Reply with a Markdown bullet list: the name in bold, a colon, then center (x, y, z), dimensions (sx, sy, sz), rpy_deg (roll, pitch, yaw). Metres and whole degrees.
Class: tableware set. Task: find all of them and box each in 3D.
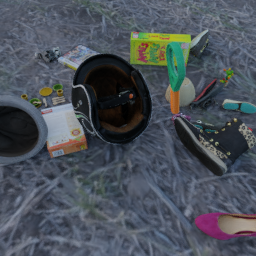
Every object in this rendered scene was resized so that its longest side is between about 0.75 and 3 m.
- **tableware set**: center (-3.579, -1.375, 11.830), dimensions (1.766, 0.271, 1.190), rpy_deg (-15, 50, -12)

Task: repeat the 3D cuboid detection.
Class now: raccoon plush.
- **raccoon plush**: center (-3.882, -3.726, 13.732), dimensions (1.222, 0.591, 0.819), rpy_deg (25, 46, 21)

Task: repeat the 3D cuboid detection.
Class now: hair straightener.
- **hair straightener**: center (3.346, -1.239, 11.585), dimensions (0.845, 0.449, 2.196), rpy_deg (37, 58, 28)

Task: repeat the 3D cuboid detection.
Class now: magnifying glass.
- **magnifying glass**: center (1.270, -1.230, 7.487), dimensions (0.261, 2.333, 0.929), rpy_deg (-14, 52, -4)

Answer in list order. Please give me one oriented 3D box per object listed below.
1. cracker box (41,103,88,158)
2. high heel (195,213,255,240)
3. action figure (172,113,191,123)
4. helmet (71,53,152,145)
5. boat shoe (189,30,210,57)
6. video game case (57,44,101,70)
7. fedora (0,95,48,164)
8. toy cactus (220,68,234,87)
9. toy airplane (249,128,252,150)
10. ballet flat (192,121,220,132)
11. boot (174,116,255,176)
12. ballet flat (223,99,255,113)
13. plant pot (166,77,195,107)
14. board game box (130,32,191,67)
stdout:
- **cracker box**: center (-2.378, 0.030, 10.388), dimensions (1.342, 0.578, 2.003), rpy_deg (-14, 51, -11)
- **high heel**: center (3.138, 2.583, 7.766), dimensions (2.402, 1.155, 0.810), rpy_deg (4, 49, 3)
- **action figure**: center (1.926, -0.396, 10.552), dimensions (0.923, 0.618, 0.687), rpy_deg (6, 38, -38)
- **helmet**: center (-0.641, -1.021, 9.776), dimensions (2.901, 2.901, 2.765), rpy_deg (-17, 31, -15)
- **boat shoe**: center (3.627, -4.242, 14.051), dimensions (0.720, 0.852, 2.391), rpy_deg (51, 46, -10)
- **video game case**: center (-2.349, -3.450, 13.683), dimensions (1.496, 0.211, 1.655), rpy_deg (29, 55, 23)
- **fedora**: center (-4.081, -0.056, 9.720), dimensions (2.724, 2.409, 1.230), rpy_deg (-9, 20, 1)
- **toy cactus**: center (4.245, -2.132, 12.155), dimensions (0.478, 0.772, 0.935), rpy_deg (23, 53, 19)
- **toy airplane**: center (4.194, 0.304, 10.388), dimensions (1.213, 0.223, 1.213), rpy_deg (-1, 49, 1)
- **ballet flat**: center (2.811, 0.014, 10.530), dimensions (1.405, 0.478, 0.481), rpy_deg (14, 40, -1)
- **boot**: center (3.036, 0.244, 9.859), dimensions (1.907, 0.927, 2.532), rpy_deg (-31, 59, -16)
- **ballet flat**: center (4.528, -0.915, 11.354), dimensions (1.323, 0.460, 0.460), rpy_deg (13, 50, 12)
- **plant pot**: center (2.229, -1.619, 11.665), dimensions (1.255, 0.843, 1.255), rpy_deg (0, 49, 0)
- **board game box**: center (1.472, -3.653, 13.092), dimensions (2.678, 1.360, 0.638), rpy_deg (3, 51, 3)
